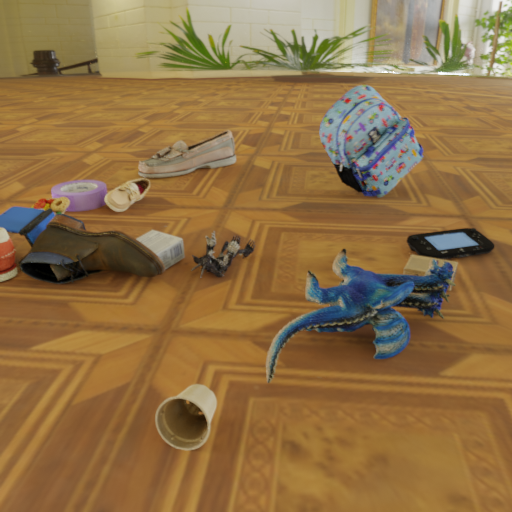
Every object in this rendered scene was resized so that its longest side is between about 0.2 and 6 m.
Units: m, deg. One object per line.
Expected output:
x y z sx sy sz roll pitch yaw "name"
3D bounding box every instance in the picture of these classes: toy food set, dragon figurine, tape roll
-4.953 -1.086 13.262 0.952 0.232 0.942 12 49 21 "toy food set"
1.691 0.791 8.247 1.798 1.064 3.616 16 27 32 "dragon figurine"
-4.540 -1.566 14.442 1.357 0.445 1.357 1 24 0 "tape roll"

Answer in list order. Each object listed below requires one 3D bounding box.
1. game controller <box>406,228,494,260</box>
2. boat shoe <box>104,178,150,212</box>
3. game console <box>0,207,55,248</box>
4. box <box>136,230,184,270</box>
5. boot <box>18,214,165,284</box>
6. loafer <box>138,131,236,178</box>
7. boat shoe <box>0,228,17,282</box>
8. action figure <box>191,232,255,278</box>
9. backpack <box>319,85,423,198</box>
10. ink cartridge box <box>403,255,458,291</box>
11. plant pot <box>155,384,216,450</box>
3.995 -0.245 11.517 1.714 0.361 0.894 -8 24 -16 "game controller"
-3.214 -1.618 14.141 0.617 0.579 1.673 46 27 -6 "boat shoe"
-4.627 -0.452 11.420 0.791 1.141 1.337 -21 21 12 "game console"
-1.979 -0.085 10.958 0.846 0.444 0.778 16 34 31 "box"
-3.045 0.172 10.296 2.661 0.994 1.290 17 51 22 "boot"
-2.139 -3.206 17.416 3.384 1.064 1.216 -17 29 -34 "loafer"
-5.893 -0.202 10.693 3.038 0.950 1.081 8 27 21 "boat shoe"
-0.669 -0.072 10.725 0.823 0.707 1.385 26 31 26 "action figure"
2.939 -3.065 14.632 2.236 2.449 1.648 -41 41 -2 "backpack"
3.200 0.303 10.295 0.865 0.325 0.712 10 24 24 "ink cartridge box"
-0.758 1.818 6.549 0.655 0.655 0.599 6 14 13 "plant pot"
